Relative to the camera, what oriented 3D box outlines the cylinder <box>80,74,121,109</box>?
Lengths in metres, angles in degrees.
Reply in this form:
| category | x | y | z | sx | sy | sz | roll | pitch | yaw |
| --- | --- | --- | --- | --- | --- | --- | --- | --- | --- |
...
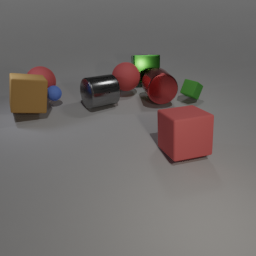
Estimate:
| category | x | y | z | sx | sy | sz | roll | pitch | yaw |
| --- | --- | --- | --- | --- | --- | --- | --- | --- | --- |
| cylinder | -1.276 | -1.670 | 12.766 | 1.400 | 1.400 | 1.400 | -14 | 33 | -29 |

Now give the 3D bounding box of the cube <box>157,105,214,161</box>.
| category | x | y | z | sx | sy | sz | roll | pitch | yaw |
| --- | --- | --- | --- | --- | --- | --- | --- | --- | --- |
| cube | 1.902 | 0.127 | 9.485 | 1.400 | 1.400 | 1.400 | -8 | 20 | -15 |

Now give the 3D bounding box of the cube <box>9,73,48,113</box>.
| category | x | y | z | sx | sy | sz | roll | pitch | yaw |
| --- | --- | --- | --- | --- | --- | --- | --- | --- | --- |
| cube | -4.233 | -1.480 | 11.848 | 1.400 | 1.400 | 1.400 | -1 | 20 | -25 |

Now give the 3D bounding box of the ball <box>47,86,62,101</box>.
| category | x | y | z | sx | sy | sz | roll | pitch | yaw |
| --- | --- | --- | --- | --- | --- | --- | --- | --- | --- |
| ball | -3.393 | -1.591 | 12.831 | 0.700 | 0.700 | 0.700 | 0 | 30 | 0 |

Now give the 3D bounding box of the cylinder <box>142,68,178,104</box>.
| category | x | y | z | sx | sy | sz | roll | pitch | yaw |
| --- | --- | --- | --- | --- | --- | --- | --- | --- | --- |
| cylinder | 1.452 | -1.974 | 13.005 | 1.400 | 1.400 | 1.400 | -4 | 24 | -7 |

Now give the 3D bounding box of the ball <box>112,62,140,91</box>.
| category | x | y | z | sx | sy | sz | roll | pitch | yaw |
| --- | --- | --- | --- | --- | --- | --- | --- | --- | --- |
| ball | -0.103 | -2.529 | 13.813 | 1.400 | 1.400 | 1.400 | 0 | 30 | 0 |

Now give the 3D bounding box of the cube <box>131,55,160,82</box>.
| category | x | y | z | sx | sy | sz | roll | pitch | yaw |
| --- | --- | --- | --- | --- | --- | --- | --- | --- | --- |
| cube | 0.934 | -3.278 | 15.342 | 1.400 | 1.400 | 1.400 | -2 | 15 | -5 |

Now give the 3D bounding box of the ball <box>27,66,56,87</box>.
| category | x | y | z | sx | sy | sz | roll | pitch | yaw |
| --- | --- | --- | --- | --- | --- | --- | --- | --- | --- |
| ball | -4.134 | -2.215 | 13.294 | 1.400 | 1.400 | 1.400 | 0 | 30 | 0 |

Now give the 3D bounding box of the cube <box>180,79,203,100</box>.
| category | x | y | z | sx | sy | sz | roll | pitch | yaw |
| --- | --- | --- | --- | --- | --- | --- | --- | --- | --- |
| cube | 3.013 | -1.835 | 13.251 | 0.700 | 0.700 | 0.700 | 24 | 5 | 37 |
